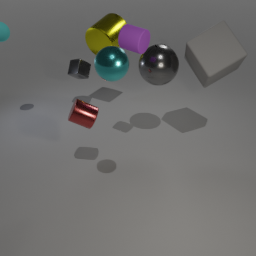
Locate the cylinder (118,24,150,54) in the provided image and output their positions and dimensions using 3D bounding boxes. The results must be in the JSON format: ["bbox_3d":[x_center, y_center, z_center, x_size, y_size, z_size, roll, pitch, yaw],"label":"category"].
[{"bbox_3d":[0.186,-2.589,8.152,0.700,0.700,0.700,24,37,23],"label":"cylinder"}]

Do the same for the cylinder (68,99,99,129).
[{"bbox_3d":[-1.322,-0.415,8.271,0.700,0.700,0.700,22,24,-18],"label":"cylinder"}]

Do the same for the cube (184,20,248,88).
[{"bbox_3d":[2.898,-2.442,9.501,1.400,1.400,1.400,-30,-10,4],"label":"cube"}]

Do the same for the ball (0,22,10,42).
[{"bbox_3d":[-4.611,-3.452,10.050,0.700,0.700,0.700,0,30,0],"label":"ball"}]

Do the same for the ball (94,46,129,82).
[{"bbox_3d":[-0.325,-1.284,5.618,0.700,0.700,0.700,0,30,0],"label":"ball"}]

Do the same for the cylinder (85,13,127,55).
[{"bbox_3d":[-0.872,-3.941,11.961,1.400,1.400,1.400,17,51,28],"label":"cylinder"}]

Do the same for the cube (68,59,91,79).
[{"bbox_3d":[-2.207,-2.666,12.724,0.700,0.700,0.700,4,-8,40],"label":"cube"}]

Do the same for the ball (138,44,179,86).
[{"bbox_3d":[1.061,-2.176,9.716,1.400,1.400,1.400,0,30,0],"label":"ball"}]
